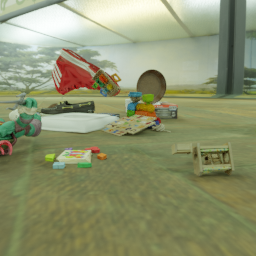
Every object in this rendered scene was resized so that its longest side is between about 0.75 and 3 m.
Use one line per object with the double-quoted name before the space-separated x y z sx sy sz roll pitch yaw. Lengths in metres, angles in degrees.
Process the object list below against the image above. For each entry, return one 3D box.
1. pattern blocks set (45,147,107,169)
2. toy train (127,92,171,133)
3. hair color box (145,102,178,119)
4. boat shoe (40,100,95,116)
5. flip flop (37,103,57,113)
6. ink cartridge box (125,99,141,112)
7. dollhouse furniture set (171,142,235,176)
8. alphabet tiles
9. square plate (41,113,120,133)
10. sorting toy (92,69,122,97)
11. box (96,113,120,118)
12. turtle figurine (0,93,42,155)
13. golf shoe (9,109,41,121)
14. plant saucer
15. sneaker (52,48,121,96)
"pattern blocks set" -1.171 0.633 6.322 1.348 0.124 1.534 -2 9 -14
"toy train" 0.804 -0.659 10.518 1.005 1.374 2.374 -7 11 -36
"hair color box" 1.639 -0.943 14.441 1.292 0.745 2.329 0 10 -6
"boat shoe" -3.092 -0.997 14.371 2.835 0.853 1.011 0 9 1
"flip flop" -4.225 -1.093 15.798 2.103 0.605 0.853 4 10 21
"ink cartridge box" 0.282 -1.295 16.478 0.790 0.793 1.092 -1 9 -6
"dollhouse furniture set" 1.327 0.672 5.430 1.057 0.587 0.934 -1 -16 -6
"alphabet tiles" 0.007 -0.124 9.890 1.611 0.061 1.936 -24 20 -28
"square plate" -2.113 -0.284 11.295 2.927 0.420 2.955 5 10 26
"sorting toy" -0.613 -1.158 7.490 0.182 0.753 1.337 -52 10 -26
"box" -1.115 -0.570 13.618 1.029 0.256 1.021 7 12 36
"turtle figurine" -3.151 -0.064 6.528 2.200 1.480 2.939 6 -4 0
"golf shoe" -4.549 -0.467 11.969 1.591 0.623 0.774 2 15 18
"plant saucer" 1.059 -1.949 13.243 1.632 1.632 0.299 -4 13 -26
"sneaker" -1.637 -1.635 10.351 2.607 1.506 1.021 37 18 6
